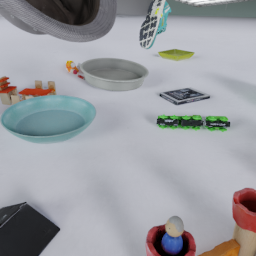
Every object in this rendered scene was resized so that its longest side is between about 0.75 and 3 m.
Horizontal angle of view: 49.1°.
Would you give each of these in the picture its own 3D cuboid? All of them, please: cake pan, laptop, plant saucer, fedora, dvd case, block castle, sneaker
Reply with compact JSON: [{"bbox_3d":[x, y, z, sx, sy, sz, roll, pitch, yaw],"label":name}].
[{"bbox_3d":[-0.516,-2.074,10.708,2.597,0.476,2.597,5,31,-3],"label":"cake pan"},{"bbox_3d":[-1.724,1.600,4.022,1.016,0.589,0.951,-19,15,31],"label":"laptop"},{"bbox_3d":[2.542,-3.838,14.793,1.429,0.343,1.431,-21,34,-36],"label":"plant saucer"},{"bbox_3d":[-1.288,-2.083,4.361,2.105,1.862,0.950,13,-21,-37],"label":"fedora"},{"bbox_3d":[1.886,-1.076,9.353,1.347,0.167,1.012,-13,28,-25],"label":"dvd case"},{"bbox_3d":[1.567,1.704,2.384,1.847,1.297,2.764,-13,29,-26],"label":"block castle"},{"bbox_3d":[0.957,-3.323,9.033,0.750,1.883,0.730,33,-18,-38],"label":"sneaker"},{"bbox_3d":[-2.505,-2.709,12.357,0.447,0.473,1.226,-13,30,-27],"label":"sneaker"},{"bbox_3d":[-1.980,-0.211,7.182,2.337,0.420,2.337,1,29,-1],"label":"plant saucer"}]

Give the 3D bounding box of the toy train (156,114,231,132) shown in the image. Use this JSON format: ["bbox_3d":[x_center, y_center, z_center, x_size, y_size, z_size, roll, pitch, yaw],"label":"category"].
[{"bbox_3d":[1.671,-0.168,7.287,1.897,0.396,0.535,3,16,6],"label":"toy train"}]

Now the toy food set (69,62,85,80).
[{"bbox_3d":[-1.799,-2.235,11.205,1.135,0.542,0.511,19,8,-43],"label":"toy food set"}]

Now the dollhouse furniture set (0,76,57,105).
[{"bbox_3d":[-3.189,-1.136,8.731,1.563,0.814,1.581,4,26,9],"label":"dollhouse furniture set"}]
